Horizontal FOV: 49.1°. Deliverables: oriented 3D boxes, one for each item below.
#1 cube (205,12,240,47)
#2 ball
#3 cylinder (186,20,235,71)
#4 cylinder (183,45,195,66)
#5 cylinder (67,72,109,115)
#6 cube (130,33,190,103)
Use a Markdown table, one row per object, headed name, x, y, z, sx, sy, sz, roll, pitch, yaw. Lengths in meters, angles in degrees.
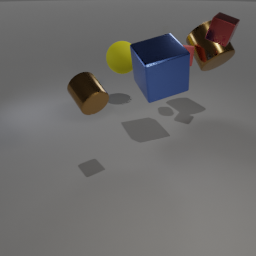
| name | x | y | z | sx | sy | sz | roll | pitch | yaw |
| --- | --- | --- | --- | --- | --- | --- | --- | --- | --- |
| cube | 2.918 | -3.057 | 8.668 | 0.700 | 0.700 | 0.700 | 29 | 43 | 15 |
| ball | -0.257 | -3.087 | 12.290 | 1.400 | 1.400 | 1.400 | 0 | 28 | 0 |
| cylinder | 3.160 | -3.147 | 10.793 | 1.400 | 1.400 | 1.400 | -17 | 77 | -29 |
| cylinder | 2.073 | -2.696 | 10.404 | 0.700 | 0.700 | 0.700 | 4 | 21 | -1 |
| cylinder | -0.889 | -0.768 | 6.249 | 0.700 | 0.700 | 0.700 | -20 | 60 | -32 |
| cube | 0.995 | -1.893 | 8.805 | 1.400 | 1.400 | 1.400 | -18 | 46 | -8 |
